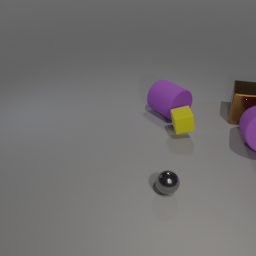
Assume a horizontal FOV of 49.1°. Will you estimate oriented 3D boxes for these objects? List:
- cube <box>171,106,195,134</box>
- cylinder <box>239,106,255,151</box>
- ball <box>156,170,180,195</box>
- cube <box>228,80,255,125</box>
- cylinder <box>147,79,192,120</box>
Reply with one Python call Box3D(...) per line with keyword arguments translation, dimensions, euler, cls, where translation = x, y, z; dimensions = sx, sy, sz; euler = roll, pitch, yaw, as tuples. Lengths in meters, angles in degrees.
Box3D(translation=(2.044, -0.304, 10.496), dimensions=(0.700, 0.700, 0.700), euler=(-13, 37, 3), cls="cube")
Box3D(translation=(4.700, 0.014, 9.716), dimensions=(1.400, 1.400, 1.400), euler=(8, 17, 11), cls="cylinder")
Box3D(translation=(1.165, 1.594, 8.217), dimensions=(0.700, 0.700, 0.700), euler=(0, 33, 0), cls="ball")
Box3D(translation=(5.046, -1.027, 11.706), dimensions=(1.400, 1.400, 1.400), euler=(10, 35, 16), cls="cube")
Box3D(translation=(1.773, -1.207, 11.981), dimensions=(1.400, 1.400, 1.400), euler=(-22, 39, -30), cls="cylinder")
